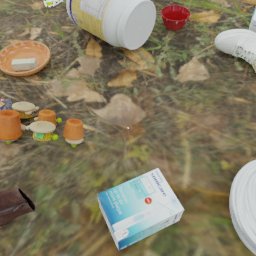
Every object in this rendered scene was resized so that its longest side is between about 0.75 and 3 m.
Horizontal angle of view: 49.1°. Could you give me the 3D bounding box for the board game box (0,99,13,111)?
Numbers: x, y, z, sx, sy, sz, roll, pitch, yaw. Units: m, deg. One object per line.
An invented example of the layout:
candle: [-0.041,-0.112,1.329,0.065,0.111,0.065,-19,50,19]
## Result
board game box: [-4.252,-0.413,8.448,1.421,0.438,1.420,24,55,18]

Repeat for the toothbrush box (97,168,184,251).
toothbrush box: [0.270,1.857,6.527,1.637,0.698,1.199,-19,55,-16]

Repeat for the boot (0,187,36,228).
boot: [-3.004,1.526,6.153,1.359,1.633,0.591,-23,33,5]

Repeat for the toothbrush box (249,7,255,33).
toothbrush box: [5.651,-4.421,11.417,1.106,0.644,1.511,17,54,13]

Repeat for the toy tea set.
toy tea set: [-2.547,0.096,7.979,2.589,0.958,1.539,17,25,17]

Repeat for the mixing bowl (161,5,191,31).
mixing bowl: [1.911,-4.412,11.420,1.179,0.639,1.179,0,52,1]

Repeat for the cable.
cable: [3.553,1.834,6.370,2.501,0.866,2.501,-9,58,-5]

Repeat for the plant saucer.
plant saucer: [-3.732,-2.476,10.108,1.865,0.349,1.865,0,52,0]

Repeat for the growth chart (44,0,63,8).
growth chart: [-3.422,-5.780,12.840,0.902,0.080,0.653,-25,57,-17]

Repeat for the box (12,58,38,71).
box: [-3.594,-2.210,9.755,0.797,0.327,0.272,-3,53,-3]

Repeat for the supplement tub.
supplement tub: [-0.632,-4.334,10.426,2.894,2.104,2.104,35,60,24]

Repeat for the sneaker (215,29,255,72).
sneaker: [4.349,-2.610,9.830,2.589,0.954,1.496,12,50,8]
